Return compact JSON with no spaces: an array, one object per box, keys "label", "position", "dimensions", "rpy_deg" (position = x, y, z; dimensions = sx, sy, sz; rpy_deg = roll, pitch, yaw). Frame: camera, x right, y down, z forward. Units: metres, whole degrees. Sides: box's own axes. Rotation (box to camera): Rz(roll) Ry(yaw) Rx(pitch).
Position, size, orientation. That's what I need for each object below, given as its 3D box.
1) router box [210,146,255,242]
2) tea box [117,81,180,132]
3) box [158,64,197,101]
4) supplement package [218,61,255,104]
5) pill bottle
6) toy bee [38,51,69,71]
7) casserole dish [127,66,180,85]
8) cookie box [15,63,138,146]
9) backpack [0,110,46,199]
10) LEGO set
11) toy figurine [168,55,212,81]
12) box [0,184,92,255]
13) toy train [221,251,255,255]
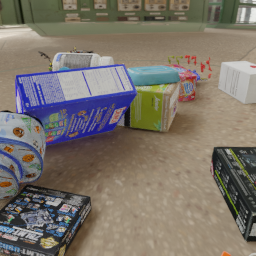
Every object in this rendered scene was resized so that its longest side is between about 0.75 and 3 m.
[{"label":"router box","position":[3.042,1.288,6.109],"dimensions":[1.821,0.755,2.430],"rpy_deg":[0,26,-1]},{"label":"tea box","position":[0.670,-0.988,10.052],"dimensions":[2.063,1.401,2.097],"rpy_deg":[8,25,15]},{"label":"box","position":[2.174,-2.108,12.745],"dimensions":[1.067,1.114,2.235],"rpy_deg":[-5,26,-11]},{"label":"supplement package","position":[5.233,-2.086,12.465],"dimensions":[1.339,1.323,2.209],"rpy_deg":[-6,26,-12]},{"label":"pill bottle","position":[-2.147,-2.895,13.873],"dimensions":[2.758,1.569,1.569],"rpy_deg":[5,26,9]},{"label":"toy bee","position":[-2.885,-1.973,12.482],"dimensions":[2.884,1.567,1.888],"rpy_deg":[34,11,27]},{"label":"casserole dish","position":[0.830,-1.882,9.844],"dimensions":[2.151,0.417,1.303],"rpy_deg":[-9,24,-20]},{"label":"cookie box","position":[-1.563,-0.570,8.006],"dimensions":[2.936,2.511,1.103],"rpy_deg":[-12,70,-25]},{"label":"backpack","position":[-2.952,0.538,6.179],"dimensions":[2.187,2.296,1.769],"rpy_deg":[-4,58,-13]},{"label":"LEGO set","position":[-3.173,-3.868,15.791],"dimensions":[2.169,1.634,2.821],"rpy_deg":[12,28,23]},{"label":"toy figurine","position":[2.801,-2.798,14.078],"dimensions":[2.485,1.311,1.489],"rpy_deg":[13,36,27]},{"label":"box","position":[-1.735,1.805,5.478],"dimensions":[1.579,0.392,1.567],"rpy_deg":[7,27,14]},{"label":"toy train","position":[1.932,2.588,3.749],"dimensions":[1.476,0.546,1.965],"rpy_deg":[-1,29,-4]}]
